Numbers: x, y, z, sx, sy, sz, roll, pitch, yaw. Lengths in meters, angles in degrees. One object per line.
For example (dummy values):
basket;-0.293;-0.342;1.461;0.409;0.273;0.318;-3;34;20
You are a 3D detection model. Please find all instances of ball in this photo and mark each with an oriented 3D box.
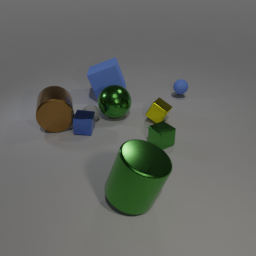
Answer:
ball;-0.555;-1.091;11.602;1.400;1.400;1.400;0;30;0
ball;-1.503;-0.617;11.423;0.700;0.700;0.700;0;30;0
ball;2.523;-1.971;13.384;0.700;0.700;0.700;0;30;0

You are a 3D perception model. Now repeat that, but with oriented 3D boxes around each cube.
cube;1.193;0.270;9.959;0.700;0.700;0.700;-19;35;-29
cube;1.252;-0.688;11.324;0.700;0.700;0.700;37;35;8
cube;-0.973;-2.291;13.178;1.400;1.400;1.400;-19;26;7
cube;-1.677;-0.208;10.691;0.700;0.700;0.700;6;31;1

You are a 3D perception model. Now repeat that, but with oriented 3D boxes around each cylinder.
cylinder;0.245;1.251;7.255;1.400;1.400;1.400;15;33;-10
cylinder;-2.860;-0.761;10.987;1.400;1.400;1.400;-7;31;-11
